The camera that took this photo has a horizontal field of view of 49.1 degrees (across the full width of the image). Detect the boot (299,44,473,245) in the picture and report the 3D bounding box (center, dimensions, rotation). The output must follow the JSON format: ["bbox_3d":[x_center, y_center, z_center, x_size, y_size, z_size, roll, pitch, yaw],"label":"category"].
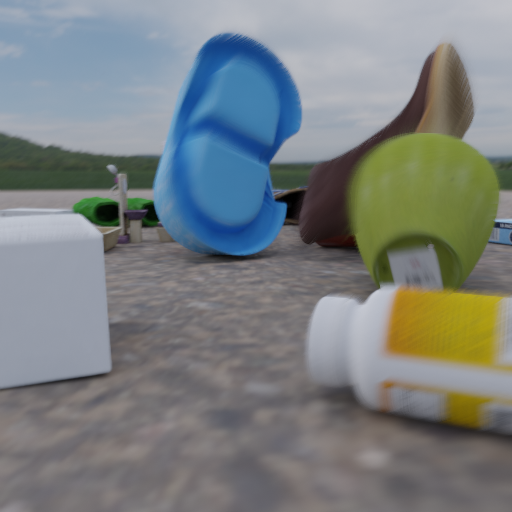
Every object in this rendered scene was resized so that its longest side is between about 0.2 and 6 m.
[{"bbox_3d":[1.697,-1.520,7.806,2.298,2.762,0.999,-8,-30,42],"label":"boot"}]

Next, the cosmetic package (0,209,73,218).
[{"bbox_3d":[-4.783,-0.771,12.244,1.371,0.489,0.695,2,8,14],"label":"cosmetic package"}]

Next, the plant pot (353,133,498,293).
[{"bbox_3d":[1.683,-0.248,5.724,1.596,1.596,1.705,2,28,17],"label":"plant pot"}]

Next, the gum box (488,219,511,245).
[{"bbox_3d":[5.342,-0.409,9.998,1.877,0.418,1.595,-4,9,-28],"label":"gum box"}]

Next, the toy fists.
[{"bbox_3d":[-3.170,-1.000,13.123,2.181,0.750,1.112,-5,17,-41],"label":"toy fists"}]

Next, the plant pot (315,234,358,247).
[{"bbox_3d":[1.630,-0.683,9.358,1.297,1.334,1.334,-5,4,34],"label":"plant pot"}]

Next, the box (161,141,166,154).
[{"bbox_3d":[-1.111,-1.513,12.226,1.734,1.965,0.950,-6,11,-41],"label":"box"}]

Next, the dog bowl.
[{"bbox_3d":[-0.470,-1.657,8.749,2.035,3.651,0.905,23,-25,-30],"label":"dog bowl"}]

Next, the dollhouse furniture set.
[{"bbox_3d":[-2.245,-0.849,9.561,1.571,1.407,1.982,0,8,0],"label":"dollhouse furniture set"}]

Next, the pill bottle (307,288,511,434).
[{"bbox_3d":[0.887,0.499,2.865,1.159,0.644,0.644,4,9,24],"label":"pill bottle"}]

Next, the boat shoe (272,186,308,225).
[{"bbox_3d":[1.407,-1.224,13.903,3.094,1.118,1.120,-11,14,-5],"label":"boat shoe"}]

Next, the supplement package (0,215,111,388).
[{"bbox_3d":[-1.564,0.221,3.905,0.867,0.900,1.583,-5,10,-21],"label":"supplement package"}]
